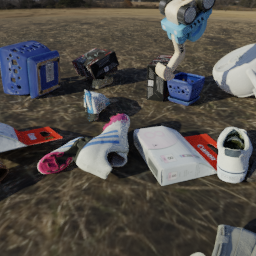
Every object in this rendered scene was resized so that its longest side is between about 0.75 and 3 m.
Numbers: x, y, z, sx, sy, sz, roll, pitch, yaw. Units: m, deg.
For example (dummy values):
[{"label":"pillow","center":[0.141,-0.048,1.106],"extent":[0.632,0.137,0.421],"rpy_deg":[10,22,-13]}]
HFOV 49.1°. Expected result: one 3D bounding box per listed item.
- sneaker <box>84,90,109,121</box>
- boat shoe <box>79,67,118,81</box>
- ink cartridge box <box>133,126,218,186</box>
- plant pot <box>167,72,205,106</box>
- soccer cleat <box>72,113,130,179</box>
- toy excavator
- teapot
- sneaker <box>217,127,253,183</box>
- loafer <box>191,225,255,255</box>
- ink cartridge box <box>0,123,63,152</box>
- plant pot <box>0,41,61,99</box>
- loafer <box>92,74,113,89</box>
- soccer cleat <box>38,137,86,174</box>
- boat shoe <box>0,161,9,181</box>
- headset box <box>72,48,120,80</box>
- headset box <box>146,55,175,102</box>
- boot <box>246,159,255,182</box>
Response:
[{"label":"sneaker","center":[-1.226,-0.990,11.294],"extent":[1.027,0.889,2.371],"rpy_deg":[0,27,-12]},{"label":"boat shoe","center":[-1.549,-3.007,15.272],"extent":[2.228,0.722,0.801],"rpy_deg":[-28,35,-11]},{"label":"ink cartridge box","center":[1.769,0.605,8.434],"extent":[2.695,0.769,2.190],"rpy_deg":[-12,30,-14]},{"label":"plant pot","center":[2.506,-1.694,12.297],"extent":[1.254,1.127,1.254],"rpy_deg":[22,35,34]},{"label":"soccer cleat","center":[-0.430,0.531,8.422],"extent":[1.285,1.039,2.975],"rpy_deg":[31,33,10]},{"label":"toy excavator","center":[1.868,-3.186,9.707],"extent":[2.476,2.546,1.272],"rpy_deg":[-38,47,-9]},{"label":"teapot","center":[5.398,-2.331,12.717],"extent":[2.797,2.042,2.760],"rpy_deg":[-44,23,-25]},{"label":"sneaker","center":[3.168,0.452,8.156],"extent":[1.051,1.018,2.877],"rpy_deg":[9,25,15]},{"label":"loafer","center":[1.293,2.521,4.377],"extent":[1.030,1.032,2.952],"rpy_deg":[22,26,33]},{"label":"ink cartridge box","center":[-3.809,0.150,8.618],"extent":[2.983,0.851,2.425],"rpy_deg":[-18,16,-23]},{"label":"plant pot","center":[-4.442,-2.718,13.219],"extent":[1.989,2.212,2.212],"rpy_deg":[19,32,22]},{"label":"loafer","center":[-1.266,-2.501,14.449],"extent":[0.614,0.554,1.623],"rpy_deg":[15,33,21]},{"label":"soccer cleat","center":[-1.877,0.831,8.197],"extent":[1.681,0.587,0.726],"rpy_deg":[-31,6,-30]},{"label":"boat shoe","center":[-3.844,1.373,6.819],"extent":[0.747,0.788,2.082],"rpy_deg":[14,32,22]},{"label":"headset box","center":[-1.750,-3.368,14.477],"extent":[1.604,0.833,2.156],"rpy_deg":[-36,37,-22]},{"label":"headset box","center":[1.586,-2.401,13.105],"extent":[0.853,1.643,2.208],"rpy_deg":[11,29,20]},{"label":"boot","center":[4.011,1.128,7.510],"extent":[1.368,0.544,1.572],"rpy_deg":[20,36,32]}]
